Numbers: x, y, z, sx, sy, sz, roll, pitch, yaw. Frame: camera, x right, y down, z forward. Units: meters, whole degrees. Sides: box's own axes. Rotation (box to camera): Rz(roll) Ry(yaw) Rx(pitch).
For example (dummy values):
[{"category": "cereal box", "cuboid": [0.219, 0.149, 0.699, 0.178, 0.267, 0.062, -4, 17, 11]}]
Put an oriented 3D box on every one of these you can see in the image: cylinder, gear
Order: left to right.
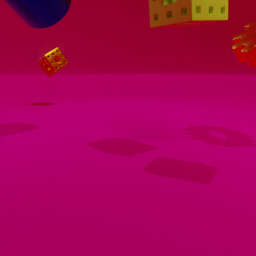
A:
[{"category": "cylinder", "cuboid": [-1.872, -2.766, 5.399, 1.195, 1.195, 1.195, 3, -14, 15]}, {"category": "gear", "cuboid": [2.964, -1.889, 5.244, 1.941, 0.359, 1.941, -32, 23, 15]}]

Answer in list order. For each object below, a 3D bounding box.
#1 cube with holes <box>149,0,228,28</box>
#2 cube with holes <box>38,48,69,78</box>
[{"category": "cube with holes", "cuboid": [0.880, -1.964, 4.123, 0.817, 0.817, 0.817, -16, 19, -35]}, {"category": "cube with holes", "cuboid": [-3.001, -2.619, 11.271, 0.743, 0.743, 0.743, -18, 23, 50]}]
